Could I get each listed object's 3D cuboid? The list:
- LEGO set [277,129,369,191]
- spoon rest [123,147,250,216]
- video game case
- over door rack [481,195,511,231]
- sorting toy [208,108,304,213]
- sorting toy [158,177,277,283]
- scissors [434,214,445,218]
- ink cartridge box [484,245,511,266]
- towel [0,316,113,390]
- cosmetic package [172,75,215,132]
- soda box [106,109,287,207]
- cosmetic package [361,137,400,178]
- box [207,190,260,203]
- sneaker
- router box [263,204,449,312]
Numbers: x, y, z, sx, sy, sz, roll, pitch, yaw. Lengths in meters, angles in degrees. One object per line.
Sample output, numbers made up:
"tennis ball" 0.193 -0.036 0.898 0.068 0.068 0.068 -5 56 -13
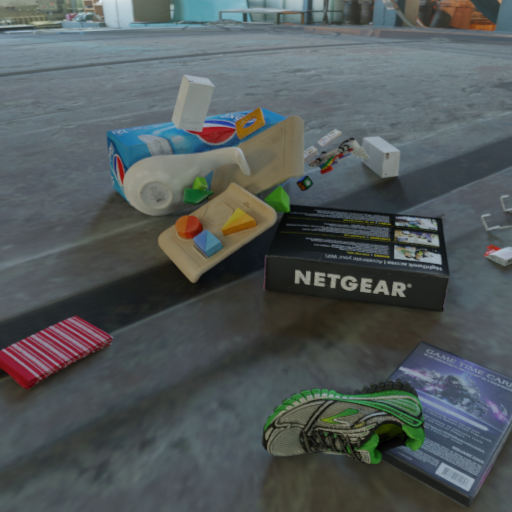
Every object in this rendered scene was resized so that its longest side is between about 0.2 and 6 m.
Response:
"LEGO set" 1.414 -2.091 13.174 2.028 0.666 2.714 -35 16 7
"spoon rest" -1.520 -1.700 12.150 2.818 1.400 0.854 -16 34 11
"video game case" 2.359 1.981 7.148 1.599 0.212 2.238 21 34 34
"over door rack" 6.041 -0.769 11.846 2.041 0.680 1.508 5 24 38
"sorting toy" 0.078 -1.926 12.194 2.221 0.537 3.945 -20 43 25
"sorting toy" -1.043 -0.743 11.045 2.007 0.400 2.716 -39 39 -9
"scissors" 3.518 -0.590 11.995 1.911 0.133 0.699 -12 28 -23
"ink cartridge box" 4.754 -0.068 10.959 0.567 0.199 0.698 -17 37 -28
"towel" -3.005 1.386 8.293 1.045 0.163 1.445 20 33 36
"cosmetic package" -1.452 -3.482 12.823 0.653 1.157 0.469 1 37 -33
"soda box" -1.332 -2.574 14.115 4.479 1.519 1.437 -16 33 -28
"cosmetic package" 3.363 -2.701 15.213 0.525 0.721 1.417 -9 31 -12
"box" -0.508 -1.294 12.822 0.891 0.532 0.906 18 34 29
"sneaker" 0.991 1.971 6.407 1.904 0.743 0.811 -13 32 4
"router box" 1.850 -0.063 10.278 3.070 0.784 2.290 6 29 12
